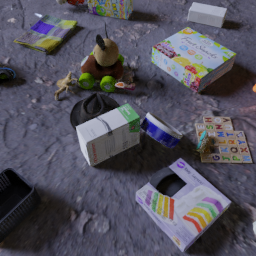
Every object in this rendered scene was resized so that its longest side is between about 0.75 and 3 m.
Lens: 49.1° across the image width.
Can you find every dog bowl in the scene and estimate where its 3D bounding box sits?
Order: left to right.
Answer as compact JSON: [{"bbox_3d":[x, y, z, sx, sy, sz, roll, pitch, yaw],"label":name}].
[{"bbox_3d":[1.140,0.078,9.654,1.424,1.424,0.561,39,102,27],"label":"dog bowl"}]

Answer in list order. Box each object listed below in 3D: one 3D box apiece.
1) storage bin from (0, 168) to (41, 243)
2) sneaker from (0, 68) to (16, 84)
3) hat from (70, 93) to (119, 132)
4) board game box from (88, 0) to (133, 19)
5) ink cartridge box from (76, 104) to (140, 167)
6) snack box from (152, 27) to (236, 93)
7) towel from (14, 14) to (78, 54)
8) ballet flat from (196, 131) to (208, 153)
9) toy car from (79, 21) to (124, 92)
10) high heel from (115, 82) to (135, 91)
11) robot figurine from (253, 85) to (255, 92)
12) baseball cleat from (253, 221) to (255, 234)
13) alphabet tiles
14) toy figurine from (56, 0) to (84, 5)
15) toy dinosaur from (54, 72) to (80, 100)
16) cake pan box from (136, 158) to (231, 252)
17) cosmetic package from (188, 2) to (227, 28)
[{"bbox_3d":[-3.701,2.284,8.228,1.275,0.884,1.887,31,58,22],"label":"storage bin"},{"bbox_3d":[-5.747,-2.254,12.048,1.684,0.597,0.698,1,45,-3],"label":"sneaker"},{"bbox_3d":[-1.295,-0.762,10.698,2.122,0.856,2.122,-1,51,1],"label":"hat"},{"bbox_3d":[-0.948,-6.957,15.448,2.261,1.186,1.165,13,53,12],"label":"board game box"},{"bbox_3d":[-0.633,0.245,9.493,1.992,1.454,0.837,-25,55,-19],"label":"ink cartridge box"},{"bbox_3d":[2.871,-3.129,12.514,2.387,0.958,2.831,-34,59,-23],"label":"snack box"},{"bbox_3d":[-4.140,-4.889,14.342,2.109,0.334,2.936,21,54,17],"label":"towel"},{"bbox_3d":[2.695,0.512,9.988,0.292,0.316,0.938,36,59,-7],"label":"ballet flat"},{"bbox_3d":[-1.109,-3.040,11.540,1.867,2.367,1.944,9,52,7],"label":"toy car"},{"bbox_3d":[-0.126,-1.686,11.600,0.859,0.412,0.289,-6,64,-11],"label":"high heel"},{"bbox_3d":[5.986,-1.318,10.762,1.822,1.478,2.534,50,60,-7],"label":"robot figurine"},{"bbox_3d":[4.930,2.629,8.046,2.709,0.945,1.442,-30,62,-10],"label":"baseball cleat"},{"bbox_3d":[3.433,0.383,10.266,1.742,0.079,2.083,1,52,1],"label":"alphabet tiles"},{"bbox_3d":[-3.432,-8.363,15.858,1.637,2.316,2.353,-7,50,-20],"label":"toy figurine"},{"bbox_3d":[-2.518,-1.939,11.848,0.933,0.537,1.846,11,52,10],"label":"toy dinosaur"},{"bbox_3d":[1.612,2.187,8.507,2.018,0.573,2.191,-31,56,-25],"label":"cake pan box"},{"bbox_3d":[4.269,-6.101,15.104,1.876,0.694,0.953,18,53,17],"label":"cosmetic package"}]
